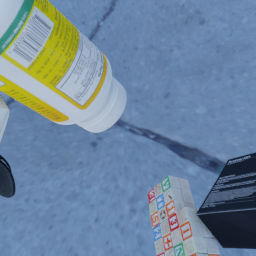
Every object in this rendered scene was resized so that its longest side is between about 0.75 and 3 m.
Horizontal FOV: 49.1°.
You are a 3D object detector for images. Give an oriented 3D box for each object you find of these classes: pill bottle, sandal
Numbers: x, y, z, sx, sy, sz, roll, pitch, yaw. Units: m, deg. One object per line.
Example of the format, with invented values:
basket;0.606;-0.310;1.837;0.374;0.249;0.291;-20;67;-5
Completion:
pill bottle;-1.319;-1.046;4.950;1.632;2.895;1.632;-20;54;30
sandal;-2.661;0.715;5.587;1.570;0.376;0.590;42;113;18

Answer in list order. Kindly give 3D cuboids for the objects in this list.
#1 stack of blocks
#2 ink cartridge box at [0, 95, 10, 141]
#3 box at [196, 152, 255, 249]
stack of blocks;0.908;1.721;4.895;0.499;0.982;1.705;18;44;-26
ink cartridge box;-3.572;-0.645;4.812;2.869;2.096;1.210;43;112;42
box;2.196;0.917;3.957;0.794;2.015;1.422;51;52;-8
